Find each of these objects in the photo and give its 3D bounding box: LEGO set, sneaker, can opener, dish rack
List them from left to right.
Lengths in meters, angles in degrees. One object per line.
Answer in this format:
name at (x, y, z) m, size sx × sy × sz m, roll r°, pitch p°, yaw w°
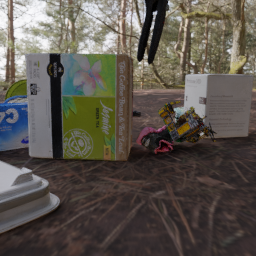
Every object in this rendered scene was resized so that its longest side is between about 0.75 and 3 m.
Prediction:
dish rack at (-2.792, 0.966, 4.471) m, size 2.847 × 0.620 × 2.444 m, roll 7°, pitch 13°, yaw 41°
can opener at (0.747, -3.026, 7.839) m, size 0.777 × 2.452 × 0.964 m, roll 13°, pitch 11°, yaw 28°
sneaker at (1.044, 0.390, 8.016) m, size 1.758 × 0.694 × 0.838 m, roll -8°, pitch 38°, yaw -47°
LEGO set at (1.853, -0.263, 8.232) m, size 1.789 × 1.375 × 1.036 m, roll 19°, pitch -46°, yaw -42°

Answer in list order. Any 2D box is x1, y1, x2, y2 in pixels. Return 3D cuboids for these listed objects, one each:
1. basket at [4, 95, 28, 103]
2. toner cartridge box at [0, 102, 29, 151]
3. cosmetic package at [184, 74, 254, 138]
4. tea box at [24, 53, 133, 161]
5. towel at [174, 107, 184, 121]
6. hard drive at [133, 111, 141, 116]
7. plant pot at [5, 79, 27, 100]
basket at (-4.035, -0.548, 10.348) m, size 1.962 × 1.364 × 1.730 m, roll 25°, pitch 20°, yaw 26°
toner cartridge box at (-3.598, -0.033, 7.985) m, size 2.758 × 1.310 × 0.595 m, roll -9°, pitch 14°, yaw -38°
cosmetic package at (3.195, -0.869, 10.195) m, size 1.774 × 2.150 × 1.772 m, roll -2°, pitch 10°, yaw -13°
tea box at (-1.162, -0.626, 7.536) m, size 2.566 × 2.608 × 1.743 m, roll 1°, pitch 10°, yaw 4°
towel at (3.340, -0.581, 12.843) m, size 2.389 × 0.672 × 2.791 m, roll 1°, pitch 10°, yaw 8°
hard drive at (0.006, -0.775, 15.167) m, size 1.188 × 0.225 × 0.830 m, roll -3°, pitch 11°, yaw -18°
plant pot at (-4.347, -1.087, 12.982) m, size 1.965 × 1.965 × 1.892 m, roll -10°, pitch 26°, yaw -44°
